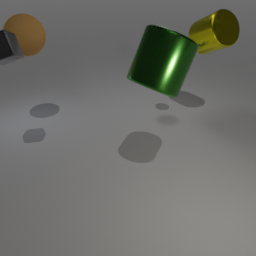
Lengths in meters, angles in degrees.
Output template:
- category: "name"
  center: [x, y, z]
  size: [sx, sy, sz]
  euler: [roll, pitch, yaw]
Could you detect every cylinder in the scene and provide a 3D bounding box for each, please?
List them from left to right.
- category: "cylinder"
  center: [0.851, -1.648, 7.056]
  size: [1.400, 1.400, 1.400]
  euler: [21, 11, -4]
- category: "cylinder"
  center: [3.352, -3.725, 10.991]
  size: [1.400, 1.400, 1.400]
  euler: [-15, 7, -24]

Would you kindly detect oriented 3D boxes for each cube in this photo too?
- category: "cube"
  center: [-3.368, -2.143, 7.531]
  size: [0.700, 0.700, 0.700]
  euler: [-18, 9, 5]

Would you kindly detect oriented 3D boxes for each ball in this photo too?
- category: "ball"
  center: [-3.548, -3.188, 9.640]
  size: [1.400, 1.400, 1.400]
  euler: [0, 30, 0]
